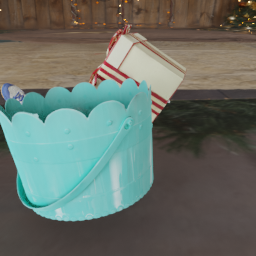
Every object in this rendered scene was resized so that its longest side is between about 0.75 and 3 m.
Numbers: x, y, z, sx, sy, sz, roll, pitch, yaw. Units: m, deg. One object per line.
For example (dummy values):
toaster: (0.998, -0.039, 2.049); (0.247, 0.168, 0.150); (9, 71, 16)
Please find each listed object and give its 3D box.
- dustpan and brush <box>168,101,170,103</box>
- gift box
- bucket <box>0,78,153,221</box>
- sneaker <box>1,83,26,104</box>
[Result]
dustpan and brush: (1.168, -1.191, 10.225); (1.020, 0.712, 0.292); (37, 15, 24)
gift box: (0.200, -1.397, 7.638); (2.185, 2.159, 2.340); (35, 19, 1)
bucket: (-0.746, 0.207, 4.679); (2.565, 1.669, 2.565); (-7, 16, 2)
sneaker: (-2.924, -0.758, 8.044); (0.656, 1.488, 0.560); (5, 60, 34)
